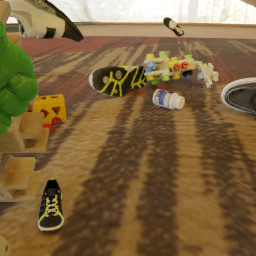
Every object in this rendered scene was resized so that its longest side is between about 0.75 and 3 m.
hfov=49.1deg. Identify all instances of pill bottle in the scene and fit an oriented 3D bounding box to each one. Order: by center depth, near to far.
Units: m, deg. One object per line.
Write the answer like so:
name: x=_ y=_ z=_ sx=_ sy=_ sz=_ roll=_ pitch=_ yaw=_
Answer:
pill bottle: x=1.234 y=-0.851 z=8.439 sx=0.880 sy=0.488 sz=0.488 roll=20 pitch=31 yaw=35

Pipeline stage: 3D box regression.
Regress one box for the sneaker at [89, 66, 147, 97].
sneaker: x=-0.424 y=-1.672 z=9.832 sx=1.049 sy=1.035 sz=2.746 roll=9 pitch=15 yaw=36

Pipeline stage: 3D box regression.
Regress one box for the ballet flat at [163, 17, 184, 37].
ballet flat: x=1.505 y=-3.252 z=8.975 sx=0.916 sy=0.311 sz=0.313 roll=25 pitch=6 yaw=-38

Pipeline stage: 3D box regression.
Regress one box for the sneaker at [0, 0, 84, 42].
sneaker: x=-2.127 y=-2.597 z=6.900 sx=2.355 sy=1.042 sz=0.873 roll=20 pitch=26 yaw=-53

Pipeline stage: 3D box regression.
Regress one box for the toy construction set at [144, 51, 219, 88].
toy construction set: x=1.912 y=-2.219 z=10.459 sx=2.812 sy=1.295 sz=1.844 roll=6 pitch=0 yaw=-4

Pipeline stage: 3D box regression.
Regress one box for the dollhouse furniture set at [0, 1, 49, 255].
dollhouse furniture set: x=-2.380 y=0.321 z=3.475 sx=1.938 sy=2.557 sz=2.917 roll=0 pitch=53 yaw=-2

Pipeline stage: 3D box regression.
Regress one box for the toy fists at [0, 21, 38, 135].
toy fists: x=-1.457 y=-0.106 z=2.112 sx=1.674 sy=0.853 sz=0.576 roll=-38 pitch=60 yaw=-23

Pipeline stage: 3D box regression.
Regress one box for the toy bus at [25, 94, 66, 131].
toy bus: x=-2.332 y=-0.503 z=7.363 sx=1.372 sy=0.751 sz=1.454 roll=11 pitch=27 yaw=23

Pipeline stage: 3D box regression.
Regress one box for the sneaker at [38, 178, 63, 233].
sneaker: x=-1.179 y=1.122 z=4.209 sx=0.363 sy=0.419 sz=1.011 roll=-6 pitch=25 yaw=-13

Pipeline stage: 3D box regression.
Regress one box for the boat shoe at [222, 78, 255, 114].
boat shoe: x=4.032 y=-0.655 z=7.573 sx=2.872 sy=1.004 sz=0.951 roll=14 pitch=26 yaw=12
